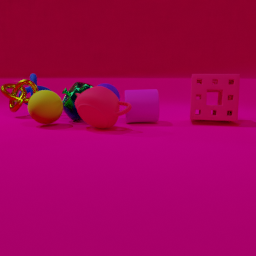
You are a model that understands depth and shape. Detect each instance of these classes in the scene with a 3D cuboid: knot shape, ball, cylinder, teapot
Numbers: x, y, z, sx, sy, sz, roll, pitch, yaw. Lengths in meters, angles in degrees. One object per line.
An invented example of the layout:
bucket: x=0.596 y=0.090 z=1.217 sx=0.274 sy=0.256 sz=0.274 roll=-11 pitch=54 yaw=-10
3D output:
knot shape: x=-3.353 y=-1.175 z=10.126 sx=0.655 sy=1.417 sz=1.326 roll=-15 pitch=25 yaw=21
ball: x=-0.832 y=-1.099 z=10.277 sx=1.073 sy=1.073 sz=1.073 roll=0 pitch=11 yaw=0
cylinder: x=0.387 y=-0.635 z=8.095 sx=0.937 sy=0.937 sz=0.937 roll=-2 pitch=11 yaw=-1
teapot: x=-1.560 y=-0.842 z=8.418 sx=0.953 sy=1.210 sz=1.947 roll=33 pitch=-32 yaw=-23
ball: x=-2.241 y=-0.566 z=7.636 sx=0.926 sy=0.926 sz=0.926 roll=0 pitch=11 yaw=0
teapot: x=-0.760 y=-0.598 z=7.227 sx=1.860 sy=1.157 sz=0.911 roll=11 pitch=54 yaw=28
knot shape: x=-3.604 y=-1.028 z=9.195 sx=1.187 sy=1.110 sz=0.548 roll=4 pitch=-22 yaw=5

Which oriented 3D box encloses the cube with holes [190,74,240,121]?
cube with holes: x=2.482 y=-0.874 z=8.217 sx=1.251 sy=1.251 sz=1.251 roll=2 pitch=4 yaw=12
